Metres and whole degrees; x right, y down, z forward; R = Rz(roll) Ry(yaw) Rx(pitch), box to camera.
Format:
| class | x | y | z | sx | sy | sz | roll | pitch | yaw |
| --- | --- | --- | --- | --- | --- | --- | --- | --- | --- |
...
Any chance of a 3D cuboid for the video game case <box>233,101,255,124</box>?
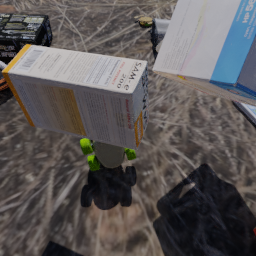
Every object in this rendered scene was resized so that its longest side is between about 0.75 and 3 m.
| class | x | y | z | sx | sy | sz | roll | pitch | yaw |
| --- | --- | --- | --- | --- | --- | --- | --- | --- | --- |
| video game case | 4.109 | -0.489 | 7.637 | 1.723 | 0.209 | 1.893 | -18 | 52 | -15 |

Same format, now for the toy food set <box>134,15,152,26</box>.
| class | x | y | z | sx | sy | sz | roll | pitch | yaw |
| --- | --- | --- | --- | --- | --- | --- | --- | --- | --- |
| toy food set | 0.690 | -4.123 | 10.819 | 0.600 | 0.175 | 0.870 | -27 | 49 | -30 |

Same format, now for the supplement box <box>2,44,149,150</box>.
| class | x | y | z | sx | sy | sz | roll | pitch | yaw |
| --- | --- | --- | --- | --- | --- | --- | --- | --- | --- |
| supplement box | -0.735 | -0.495 | 4.509 | 2.055 | 1.295 | 0.756 | 12 | 53 | 14 |

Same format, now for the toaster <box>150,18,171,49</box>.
| class | x | y | z | sx | sy | sz | roll | pitch | yaw |
| --- | --- | --- | --- | --- | --- | --- | --- | --- | --- |
| toaster | 1.252 | -3.204 | 9.631 | 0.836 | 0.736 | 1.295 | -1 | 51 | -4 |

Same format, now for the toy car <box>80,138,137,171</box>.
| class | x | y | z | sx | sy | sz | roll | pitch | yaw |
| --- | --- | --- | --- | --- | --- | --- | --- | --- | --- |
| toy car | -0.500 | 0.192 | 6.624 | 1.084 | 1.041 | 1.320 | -16 | 39 | 0 |

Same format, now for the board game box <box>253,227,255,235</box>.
| class | x | y | z | sx | sy | sz | roll | pitch | yaw |
| --- | --- | --- | --- | --- | --- | --- | --- | --- | --- |
| board game box | 4.099 | 2.466 | 4.779 | 2.951 | 0.683 | 2.235 | -6 | 50 | -5 |

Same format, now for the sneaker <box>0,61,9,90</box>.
| class | x | y | z | sx | sy | sz | roll | pitch | yaw |
| --- | --- | --- | --- | --- | --- | --- | --- | --- | --- |
| sneaker | -4.553 | -1.669 | 8.217 | 2.264 | 0.878 | 1.269 | 27 | 53 | 22 |

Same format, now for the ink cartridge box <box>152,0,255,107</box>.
| class | x | y | z | sx | sy | sz | roll | pitch | yaw |
| --- | --- | --- | --- | --- | --- | --- | --- | --- | --- |
| ink cartridge box | 1.817 | -1.443 | 5.117 | 1.678 | 1.634 | 2.610 | 16 | 9 | -30 |

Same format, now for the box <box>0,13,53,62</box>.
| class | x | y | z | sx | sy | sz | roll | pitch | yaw |
| --- | --- | --- | --- | --- | --- | --- | --- | --- | --- |
| box | -3.768 | -3.038 | 9.385 | 2.020 | 0.870 | 1.654 | 2 | 49 | 2 |
